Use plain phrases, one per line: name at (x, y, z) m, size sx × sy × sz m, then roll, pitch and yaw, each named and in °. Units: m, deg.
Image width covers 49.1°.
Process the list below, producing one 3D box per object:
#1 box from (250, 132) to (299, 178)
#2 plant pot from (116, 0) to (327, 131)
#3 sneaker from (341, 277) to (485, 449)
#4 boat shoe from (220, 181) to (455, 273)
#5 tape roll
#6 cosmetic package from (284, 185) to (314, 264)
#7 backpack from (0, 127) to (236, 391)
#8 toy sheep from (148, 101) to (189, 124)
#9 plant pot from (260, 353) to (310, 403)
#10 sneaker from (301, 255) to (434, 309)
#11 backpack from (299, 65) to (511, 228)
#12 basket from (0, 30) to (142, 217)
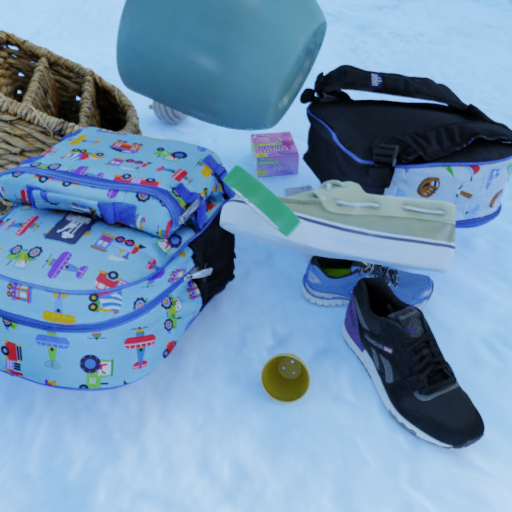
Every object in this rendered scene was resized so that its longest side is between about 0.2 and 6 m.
box at (0.407, -2.353, 12.915) m, size 0.969 × 0.532 × 1.101 m, roll -5°, pitch 42°, yaw -6°
plant pot at (-0.385, -3.730, 9.772) m, size 2.632 × 3.280 × 3.280 m, roll 31°, pitch 47°, yaw 5°
sneaker at (2.155, 1.416, 8.020) m, size 1.054 × 1.219 × 2.783 m, roll -19°, pitch 44°, yaw -21°
boat shoe at (1.100, -0.469, 7.256) m, size 3.114 × 0.966 × 1.121 m, roll 10°, pitch -4°, yaw -12°
tape roll at (0.060, -0.581, 5.969) m, size 0.223 × 0.929 × 0.929 m, roll -48°, pitch 53°, yaw 0°
cosmetic package at (1.018, -0.617, 10.704) m, size 0.589 × 0.819 × 1.452 m, roll -10°, pitch 40°, yaw -11°
backpack at (-2.364, -0.006, 8.281) m, size 3.503 × 2.581 × 3.837 m, roll 14°, pitch 34°, yaw 15°
toy sheep at (-2.162, -3.874, 14.405) m, size 1.458 × 1.005 × 1.005 m, roll -1°, pitch 36°, yaw 33°
plant pot at (0.462, 1.713, 8.180) m, size 0.716 × 0.716 × 0.508 m, roll 9°, pitch 10°, yaw 11°
sneaker at (1.884, 0.391, 9.403) m, size 2.194 × 0.978 × 0.862 m, roll 4°, pitch 41°, yaw 4°
backpack at (2.829, -1.607, 10.275) m, size 3.477 × 2.812 × 3.651 m, roll -8°, pitch 41°, yaw -9°
basket at (-3.811, -2.809, 11.259) m, size 2.830 × 2.954 × 3.965 m, roll -9°, pitch 34°, yaw -7°
